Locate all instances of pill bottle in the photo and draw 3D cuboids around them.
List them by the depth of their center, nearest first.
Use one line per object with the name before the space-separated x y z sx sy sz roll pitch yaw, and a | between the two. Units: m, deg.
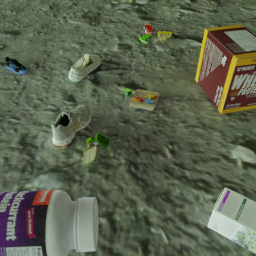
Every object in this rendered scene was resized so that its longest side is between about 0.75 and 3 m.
pill bottle | -2.169 2.256 6.437 2.884 1.607 1.607 -2 43 -2

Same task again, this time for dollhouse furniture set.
dollhouse furniture set | -1.021 0.768 8.909 0.654 0.501 0.998 -29 42 35

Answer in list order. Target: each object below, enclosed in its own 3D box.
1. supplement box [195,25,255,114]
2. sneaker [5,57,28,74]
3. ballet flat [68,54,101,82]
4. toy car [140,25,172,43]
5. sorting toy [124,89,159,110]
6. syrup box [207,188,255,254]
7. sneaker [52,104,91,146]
supplement box | 3.987 -2.275 10.769 1.597 2.372 2.405 -10 44 -10
sneaker | -5.136 -2.867 12.801 1.293 0.504 0.453 21 46 22
ballet flat | -1.880 -2.899 12.668 0.827 0.827 2.305 16 44 16
toy car | 1.247 -4.975 15.167 1.842 0.411 1.734 29 51 29
sorting toy | 0.455 -1.221 11.230 1.457 0.214 1.077 12 44 12
syrup box | 3.143 2.434 6.788 2.153 0.848 0.877 25 48 26
sneaker | -1.905 -0.318 9.717 0.773 0.939 2.042 15 44 16
